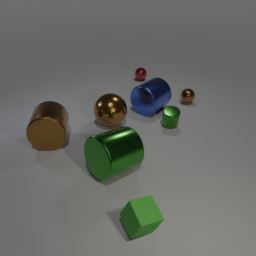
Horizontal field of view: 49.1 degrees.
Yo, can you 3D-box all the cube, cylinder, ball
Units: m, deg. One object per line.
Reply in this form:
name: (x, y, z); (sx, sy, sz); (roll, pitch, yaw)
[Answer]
cube: (0.330, 2.202, 6.953); (0.700, 0.700, 0.700); (-3, 48, -33)
cylinder: (1.050, -1.453, 12.837); (1.400, 1.400, 1.400); (22, 38, 33)
ball: (0.748, -3.177, 16.373); (0.700, 0.700, 0.700); (0, 30, 0)
cylinder: (1.788, -0.448, 11.664); (0.700, 0.700, 0.700); (1, 46, -1)
cylinder: (-0.441, 0.772, 8.874); (1.400, 1.400, 1.400); (-17, 34, -39)
ball: (2.913, -1.573, 13.625); (0.700, 0.700, 0.700); (0, 30, 0)
cylinder: (-2.979, -0.103, 10.537); (1.400, 1.400, 1.400); (-3, 31, -6)
ball: (-0.726, -0.742, 11.637); (1.400, 1.400, 1.400); (0, 30, 0)
